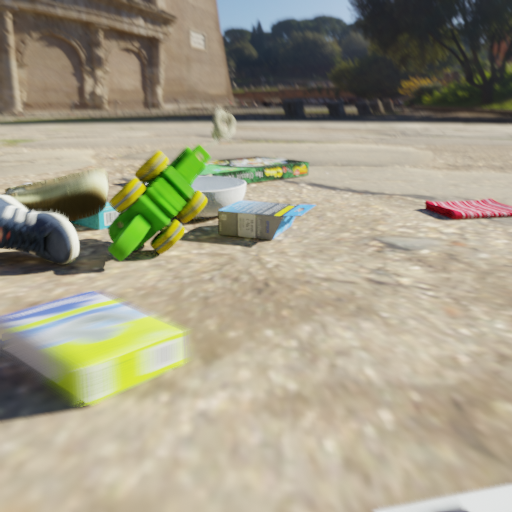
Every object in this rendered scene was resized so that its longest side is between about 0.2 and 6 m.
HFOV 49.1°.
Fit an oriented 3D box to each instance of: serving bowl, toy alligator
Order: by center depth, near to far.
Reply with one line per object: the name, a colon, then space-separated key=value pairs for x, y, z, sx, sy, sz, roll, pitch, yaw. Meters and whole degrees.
toy alligator: x=-1.406 y=-1.094 z=8.961 sx=0.992 sy=1.084 sz=3.656 roll=-25 pitch=26 yaw=44
serving bowl: x=-1.170 y=-1.122 z=11.017 sx=1.968 sy=0.647 sz=1.968 roll=0 pitch=15 yaw=0

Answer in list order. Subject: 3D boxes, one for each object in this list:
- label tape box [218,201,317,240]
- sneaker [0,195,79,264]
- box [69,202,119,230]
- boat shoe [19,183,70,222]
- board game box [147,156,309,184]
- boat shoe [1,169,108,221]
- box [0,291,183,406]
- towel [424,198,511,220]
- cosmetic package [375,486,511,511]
label tape box: x=0.208 y=-0.615 z=9.601 sx=1.455 sy=0.461 sz=1.050 roll=6 pitch=17 yaw=20
sneaker: x=-3.378 y=-0.313 z=7.837 sx=1.969 sy=0.738 sz=0.832 roll=18 pitch=21 yaw=27
box: x=-3.114 y=-0.808 z=10.444 sx=1.490 sy=0.366 sz=0.613 roll=13 pitch=21 yaw=38
boat shoe: x=-4.220 y=-0.927 z=10.475 sx=1.847 sy=0.663 sz=0.626 roll=21 pitch=24 yaw=36
board game box: x=-0.810 y=-2.332 z=15.534 sx=4.302 sy=0.505 sz=2.254 roll=-14 pitch=23 yaw=-39
boat shoe: x=-3.518 y=-0.928 z=9.301 sx=2.196 sy=0.801 sz=0.691 roll=-15 pitch=47 yaw=9
box: x=-1.556 y=0.744 z=5.090 sx=1.635 sy=0.390 sz=0.997 roll=15 pitch=21 yaw=40
towel: x=4.383 y=-0.954 z=11.285 sx=1.647 sy=0.185 sz=1.191 roll=-3 pitch=17 yaw=-12
cosmetic package: x=1.054 y=1.596 z=1.760 sx=2.420 sy=0.625 sz=1.824 roll=-4 pitch=19 yaw=-14
